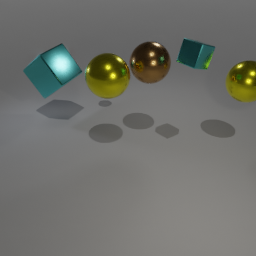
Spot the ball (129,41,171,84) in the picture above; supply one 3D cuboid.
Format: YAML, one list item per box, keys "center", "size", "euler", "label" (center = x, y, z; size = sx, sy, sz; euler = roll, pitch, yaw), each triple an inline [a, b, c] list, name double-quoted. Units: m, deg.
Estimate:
- center: [0.748, -2.204, 9.492]
  size: [1.400, 1.400, 1.400]
  euler: [0, 29, 0]
  label: "ball"

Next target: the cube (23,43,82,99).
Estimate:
- center: [-3.019, -2.290, 11.307]
  size: [1.400, 1.400, 1.400]
  euler: [-23, 19, 41]
  label: "cube"

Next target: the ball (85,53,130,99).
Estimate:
- center: [-0.628, -1.609, 8.706]
  size: [1.400, 1.400, 1.400]
  euler: [0, 29, 0]
  label: "ball"

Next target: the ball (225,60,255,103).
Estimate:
- center: [4.009, -1.554, 9.411]
  size: [1.400, 1.400, 1.400]
  euler: [0, 29, 0]
  label: "ball"

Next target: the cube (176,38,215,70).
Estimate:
- center: [1.973, -2.151, 8.165]
  size: [0.700, 0.700, 0.700]
  euler: [-8, 33, -44]
  label: "cube"
